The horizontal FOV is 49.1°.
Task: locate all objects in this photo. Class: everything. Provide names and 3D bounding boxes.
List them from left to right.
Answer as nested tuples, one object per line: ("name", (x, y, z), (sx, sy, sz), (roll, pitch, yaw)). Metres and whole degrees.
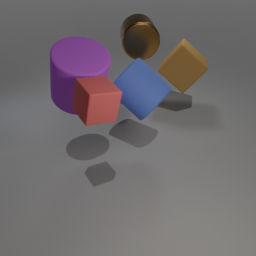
("cylinder", (-1.214, -1.285, 6.981), (1.400, 1.400, 1.400), (7, 52, -9))
("cube", (-0.635, -0.554, 5.605), (0.700, 0.700, 0.700), (-10, 40, -32))
("cylinder", (0.433, -3.508, 10.747), (1.400, 1.400, 1.400), (-2, 34, -4))
("cylinder", (0.376, -1.196, 8.746), (1.400, 1.400, 1.400), (43, 38, -2))
("cube", (2.277, -2.563, 11.497), (1.400, 1.400, 1.400), (40, 29, -8))
